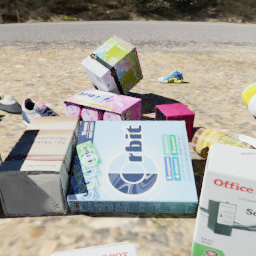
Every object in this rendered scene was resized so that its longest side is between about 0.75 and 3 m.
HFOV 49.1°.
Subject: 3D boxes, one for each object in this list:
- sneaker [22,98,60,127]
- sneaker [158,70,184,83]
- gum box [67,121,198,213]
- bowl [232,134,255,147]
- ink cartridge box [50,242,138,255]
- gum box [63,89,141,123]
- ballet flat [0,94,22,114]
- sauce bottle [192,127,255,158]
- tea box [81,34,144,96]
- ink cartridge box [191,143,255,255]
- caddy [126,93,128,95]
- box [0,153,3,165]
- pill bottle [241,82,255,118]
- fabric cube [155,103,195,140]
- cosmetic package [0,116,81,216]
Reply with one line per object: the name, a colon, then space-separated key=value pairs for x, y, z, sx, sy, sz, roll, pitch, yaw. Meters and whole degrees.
sneaker: x=-3.056 y=-0.411 z=10.417 sx=2.581 sy=1.059 sz=0.906 roll=15 pitch=30 yaw=27
sneaker: x=2.440 y=-2.940 z=15.834 sx=1.419 sy=0.745 sz=0.537 roll=2 pitch=27 yaw=2
gum box: x=0.120 y=0.916 z=7.325 sx=2.972 sy=0.662 sz=2.525 roll=0 pitch=48 yaw=0
bowl: x=3.751 y=0.641 z=9.079 sx=1.034 sy=0.386 sz=1.035 roll=-22 pitch=35 yaw=-37
ink cartridge box: x=-0.419 y=2.859 z=4.059 sx=1.519 sy=0.891 sz=2.074 roll=-4 pitch=26 yaw=-10
gum box: x=-1.065 y=-0.745 z=11.224 sx=2.808 sy=0.929 sz=1.594 roll=14 pitch=30 yaw=26
ballet flat: x=-5.392 y=-1.128 z=12.280 sx=2.014 sy=0.736 sz=0.736 roll=15 pitch=30 yaw=26
sauce bottle: x=3.235 y=0.791 z=8.179 sx=0.926 sy=0.926 sz=2.806 roll=-24 pitch=33 yaw=-39
tea box: x=-0.602 y=-2.521 z=12.313 sx=2.027 sy=2.060 sz=1.377 roll=-45 pitch=61 yaw=-12
ink cartridge box: x=2.130 y=1.561 z=5.147 sx=1.641 sy=2.239 sz=0.930 roll=9 pitch=28 yaw=18
caddy: x=-0.766 y=-2.046 z=13.948 sx=1.675 sy=0.879 sz=1.184 roll=12 pitch=51 yaw=20
box: x=-4.149 y=0.515 z=6.797 sx=1.133 sy=2.631 sz=2.155 roll=-2 pitch=27 yaw=-5
pill bottle: x=5.518 y=-1.076 z=11.582 sx=1.206 sy=1.206 sz=2.154 roll=4 pitch=26 yaw=7
fabric cube: x=1.637 y=-0.197 z=10.024 sx=1.071 sy=1.054 sz=1.074 roll=-6 pitch=27 yaw=-14
cosmetic package: x=-2.195 y=0.846 z=7.635 sx=1.540 sy=1.300 sz=2.979 roll=-1 pitch=27 yaw=-2
